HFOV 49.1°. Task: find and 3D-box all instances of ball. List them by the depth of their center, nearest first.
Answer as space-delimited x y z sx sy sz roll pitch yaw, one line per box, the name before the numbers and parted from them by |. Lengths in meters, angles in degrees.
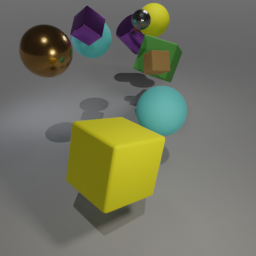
ball | -2.211 -2.071 7.607 1.400 1.400 1.400 0 30 0
ball | 0.924 -0.466 7.783 1.400 1.400 1.400 0 30 0
ball | -1.293 -3.212 9.985 1.400 1.400 1.400 0 30 0
ball | 0.474 -3.875 10.028 0.700 0.700 0.700 0 30 0
ball | 1.113 -4.730 12.330 1.400 1.400 1.400 0 30 0

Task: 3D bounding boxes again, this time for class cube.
cube | -0.291 0.674 5.921 1.400 1.400 1.400 -8 25 -44
cube | -1.189 -3.016 8.325 0.700 0.700 0.700 24 -26 -37
cube | 0.995 -2.290 9.838 0.700 0.700 0.700 -4 2 -24
cube | 1.257 -2.812 11.516 1.400 1.400 1.400 23 10 16

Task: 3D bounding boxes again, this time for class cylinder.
cylinder | 0.357 -4.626 13.883 1.400 1.400 1.400 -25 48 31
